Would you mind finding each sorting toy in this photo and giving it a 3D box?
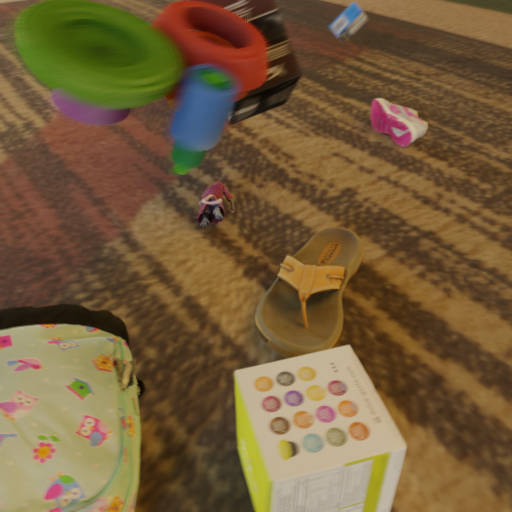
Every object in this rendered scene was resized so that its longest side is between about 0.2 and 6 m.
[{"bbox_3d":[-1.131,-1.928,6.541,3.196,1.312,1.920,-26,65,-41],"label":"sorting toy"}]

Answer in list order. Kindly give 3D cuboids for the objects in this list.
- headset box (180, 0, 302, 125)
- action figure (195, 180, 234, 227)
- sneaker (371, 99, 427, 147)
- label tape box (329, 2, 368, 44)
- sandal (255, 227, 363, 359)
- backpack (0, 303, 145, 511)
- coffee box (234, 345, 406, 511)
[{"bbox_3d":[-0.477,-4.003,9.237,1.225,3.172,2.360,-21,5,-1],"label":"headset box"},{"bbox_3d":[-0.763,-1.005,9.723,0.686,0.762,1.024,1,50,12],"label":"action figure"},{"bbox_3d":[3.165,-3.004,12.474,0.720,0.664,1.632,-16,48,-22],"label":"sneaker"},{"bbox_3d":[1.741,-4.261,10.360,0.279,0.605,0.844,53,21,10],"label":"label tape box"},{"bbox_3d":[0.825,0.291,7.882,1.191,0.801,2.966,14,39,18],"label":"sandal"},{"bbox_3d":[-2.098,1.732,5.228,2.255,1.711,2.702,-7,41,-15],"label":"backpack"},{"bbox_3d":[0.526,1.850,5.422,1.243,1.257,1.255,-10,38,-13],"label":"coffee box"}]
